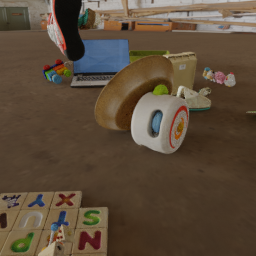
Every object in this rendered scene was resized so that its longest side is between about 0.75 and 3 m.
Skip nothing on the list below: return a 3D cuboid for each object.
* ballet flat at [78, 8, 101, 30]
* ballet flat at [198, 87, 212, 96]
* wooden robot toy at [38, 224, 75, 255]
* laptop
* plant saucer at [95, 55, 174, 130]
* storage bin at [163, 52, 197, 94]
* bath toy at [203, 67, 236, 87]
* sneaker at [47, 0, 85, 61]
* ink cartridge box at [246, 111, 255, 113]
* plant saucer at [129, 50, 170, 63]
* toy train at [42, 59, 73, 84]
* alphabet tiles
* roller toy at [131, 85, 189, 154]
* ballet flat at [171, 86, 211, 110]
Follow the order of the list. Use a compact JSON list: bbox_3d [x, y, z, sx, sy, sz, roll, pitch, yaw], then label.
[{"bbox_3d":[-1.148,-3.253,8.510,0.552,0.518,1.527,5,3,-22],"label":"ballet flat"},{"bbox_3d":[2.909,-1.357,10.471,0.266,0.287,0.852,26,33,29],"label":"ballet flat"},{"bbox_3d":[-0.915,1.654,3.130,0.564,0.548,1.243,-34,21,10],"label":"wooden robot toy"},{"bbox_3d":[-1.168,-2.951,12.456,2.672,1.654,2.853,-3,23,-5],"label":"laptop"},{"bbox_3d":[0.299,-0.675,6.771,2.311,2.311,0.409,-17,56,-34],"label":"plant saucer"},{"bbox_3d":[1.761,-2.065,10.592,1.520,1.510,0.713,-15,31,-32],"label":"storage bin"},{"bbox_3d":[3.973,-2.233,12.145,0.679,0.577,1.560,-13,27,-27],"label":"bath toy"},{"bbox_3d":[-1.991,-3.392,8.331,0.873,2.614,1.401,-27,55,-22],"label":"sneaker"},{"bbox_3d":[4.615,-0.219,7.461,1.746,0.575,2.399,-4,2,-9],"label":"ink cartridge box"},{"bbox_3d":[1.236,-4.142,16.604,2.461,0.590,2.464,1,24,4],"label":"plant saucer"},{"bbox_3d":[-2.812,-2.584,12.420,1.700,0.720,0.984,-33,48,-23],"label":"toy train"},{"bbox_3d":[-1.421,1.663,3.578,2.295,0.087,2.758,-1,23,-2],"label":"alphabet tiles"},{"bbox_3d":[0.779,-0.101,6.241,0.978,1.400,1.277,16,54,30],"label":"roller toy"},{"bbox_3d":[1.467,-0.943,8.775,2.604,0.812,0.878,-5,21,-12],"label":"ballet flat"}]
